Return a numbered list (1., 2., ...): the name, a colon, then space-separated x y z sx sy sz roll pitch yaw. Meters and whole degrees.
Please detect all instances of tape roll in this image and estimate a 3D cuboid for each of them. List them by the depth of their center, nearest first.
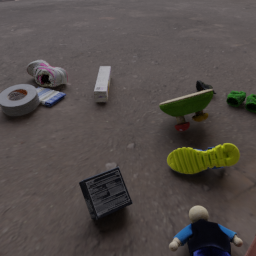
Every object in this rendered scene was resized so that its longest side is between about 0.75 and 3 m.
1. tape roll: -4.653 -1.216 11.992 1.610 0.532 1.610 -1 43 1

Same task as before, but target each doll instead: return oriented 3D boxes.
1. doll: 1.769 2.752 6.313 1.679 0.596 2.460 0 34 2

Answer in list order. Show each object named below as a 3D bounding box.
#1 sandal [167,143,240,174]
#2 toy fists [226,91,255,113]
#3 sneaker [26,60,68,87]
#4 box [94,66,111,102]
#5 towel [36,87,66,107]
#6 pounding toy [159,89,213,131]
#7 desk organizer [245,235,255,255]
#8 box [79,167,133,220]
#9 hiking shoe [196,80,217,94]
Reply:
1. sandal: 2.329 1.007 8.818 2.168 0.862 0.944 -4 -11 13
2. toy fists: 5.133 -1.219 12.216 1.565 0.538 0.798 22 39 30
3. sneaker: -4.245 -2.688 13.960 2.444 0.994 1.078 18 36 25
4. box: -1.194 -2.188 13.593 0.608 0.568 2.936 0 34 0
5. towel: -3.845 -1.452 12.858 1.648 0.196 1.211 16 37 20
6. pounding toy: 2.399 -0.654 10.933 2.054 1.235 2.661 -14 5 17
7. desk organizer: 3.490 3.148 5.547 2.322 0.833 0.894 26 44 33
8. box: -0.598 1.703 7.380 1.052 0.648 1.044 -17 82 -25
9. hiking shoe: 3.700 -1.886 13.358 0.597 0.449 1.186 -5 42 -22
